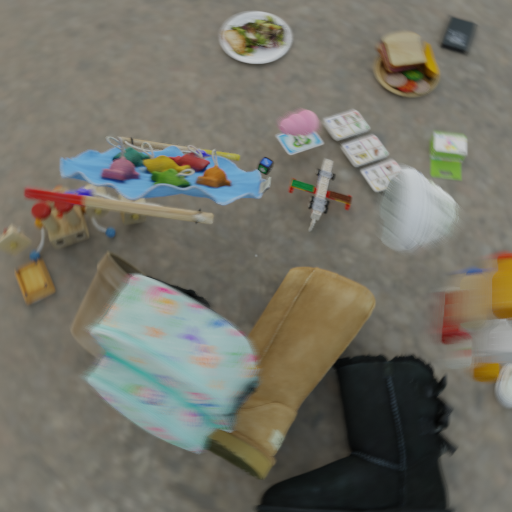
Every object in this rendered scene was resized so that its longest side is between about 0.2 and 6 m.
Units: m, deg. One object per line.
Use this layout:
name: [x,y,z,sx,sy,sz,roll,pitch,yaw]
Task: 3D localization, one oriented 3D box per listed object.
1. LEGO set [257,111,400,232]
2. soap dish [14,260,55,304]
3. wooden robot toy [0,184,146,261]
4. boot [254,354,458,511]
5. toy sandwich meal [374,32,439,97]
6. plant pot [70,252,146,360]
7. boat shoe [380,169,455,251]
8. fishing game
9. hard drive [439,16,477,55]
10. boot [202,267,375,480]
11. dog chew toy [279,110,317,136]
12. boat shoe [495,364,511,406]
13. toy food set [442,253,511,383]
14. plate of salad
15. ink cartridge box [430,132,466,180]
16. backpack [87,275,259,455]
LEGO set: [1.518,-1.887,12.188,2.910,0.714,2.174,-22,67,-22]
soap dish: [-4.413,0.497,11.121,0.600,0.310,0.762,-26,69,-11]
wooden robot toy: [-3.826,-1.034,11.384,2.978,1.312,1.351,-19,56,-9]
boot: [1.687,3.101,9.454,3.416,1.264,2.799,1,65,-1]
toy sandwich meal: [3.584,-4.529,13.230,1.694,0.580,1.694,0,66,0]
plant pot: [-2.512,1.049,10.257,1.768,1.768,1.534,40,88,16]
boat shoe: [2.667,-0.782,8.981,1.085,3.249,1.195,14,108,7]
fishing game: [-1.391,-1.477,8.915,3.334,4.656,0.724,9,110,4]
hard drive: [5.006,-5.471,13.884,0.697,0.164,0.999,21,67,9]
boot: [-0.116,1.674,10.157,3.281,1.239,3.747,23,58,24]
dog chew toy: [0.609,-1.945,8.296,0.597,0.372,0.372,-16,66,-25]
boat shoe: [5.132,1.994,10.189,1.817,0.775,0.671,-36,71,-15]
toy food set: [3.387,0.958,8.498,1.038,2.174,0.978,3,51,20]
plate of salad: [-0.004,-5.429,13.735,1.709,0.410,1.709,0,65,0]
ink cartridge box: [4.219,-2.193,12.303,0.703,0.360,0.951,7,65,3]
backpack: [-1.066,1.355,7.173,2.054,2.314,1.742,28,62,15]
